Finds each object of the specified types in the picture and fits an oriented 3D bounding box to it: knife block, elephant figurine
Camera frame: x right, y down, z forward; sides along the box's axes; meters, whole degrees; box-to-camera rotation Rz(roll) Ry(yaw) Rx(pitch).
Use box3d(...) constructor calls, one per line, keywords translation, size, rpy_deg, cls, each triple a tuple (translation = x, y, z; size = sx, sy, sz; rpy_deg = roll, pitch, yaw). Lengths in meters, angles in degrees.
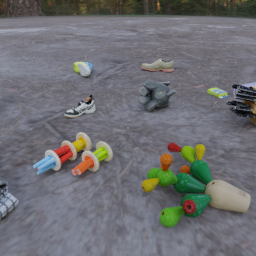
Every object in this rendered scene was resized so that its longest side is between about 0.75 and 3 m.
box3d(translation=(4.240, -0.982, 8.863), size=(2.094, 1.838, 0.670), rpy_deg=(-33, 30, 4), cls="knife block")
box3d(translation=(1.146, -1.346, 10.749), size=(1.343, 1.225, 1.731), rpy_deg=(39, 22, 11), cls="elephant figurine")

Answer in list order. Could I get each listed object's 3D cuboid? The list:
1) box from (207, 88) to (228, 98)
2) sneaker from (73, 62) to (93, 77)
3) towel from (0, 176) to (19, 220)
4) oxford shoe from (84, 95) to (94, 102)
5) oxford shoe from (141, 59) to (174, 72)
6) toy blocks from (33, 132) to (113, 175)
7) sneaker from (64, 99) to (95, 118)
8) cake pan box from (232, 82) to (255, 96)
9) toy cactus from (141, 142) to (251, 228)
box3d(translation=(3.829, -1.495, 11.918), size=(0.476, 0.186, 0.781), rpy_deg=(-14, 30, -24), cls="box")
box3d(translation=(-2.138, -3.159, 14.627), size=(0.953, 0.687, 1.814), rpy_deg=(-15, 30, -27), cls="sneaker")
box3d(translation=(-3.963, 1.336, 5.220), size=(2.843, 1.216, 2.354), rpy_deg=(13, 30, 23), cls="towel")
box3d(translation=(-1.585, -1.014, 10.791), size=(0.334, 0.342, 0.938), rpy_deg=(7, 28, 13), cls="oxford shoe")
box3d(translation=(1.604, -3.458, 15.221), size=(1.816, 0.670, 0.643), rpy_deg=(4, 27, 8), cls="oxford shoe")
box3d(translation=(-1.375, 0.800, 6.982), size=(1.338, 0.583, 1.605), rpy_deg=(21, 36, 32), cls="toy blocks")
box3d(translation=(-1.744, -0.734, 10.056), size=(1.191, 0.522, 0.450), rpy_deg=(-20, 35, -31), cls="sneaker")
box3d(translation=(5.408, -1.443, 11.567), size=(1.618, 0.423, 1.490), rpy_deg=(-15, 28, -27), cls="cake pan box")
box3d(translation=(1.475, 1.124, 5.914), size=(2.116, 1.311, 2.565), rpy_deg=(17, 22, 11), cls="toy cactus")
